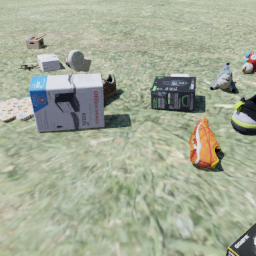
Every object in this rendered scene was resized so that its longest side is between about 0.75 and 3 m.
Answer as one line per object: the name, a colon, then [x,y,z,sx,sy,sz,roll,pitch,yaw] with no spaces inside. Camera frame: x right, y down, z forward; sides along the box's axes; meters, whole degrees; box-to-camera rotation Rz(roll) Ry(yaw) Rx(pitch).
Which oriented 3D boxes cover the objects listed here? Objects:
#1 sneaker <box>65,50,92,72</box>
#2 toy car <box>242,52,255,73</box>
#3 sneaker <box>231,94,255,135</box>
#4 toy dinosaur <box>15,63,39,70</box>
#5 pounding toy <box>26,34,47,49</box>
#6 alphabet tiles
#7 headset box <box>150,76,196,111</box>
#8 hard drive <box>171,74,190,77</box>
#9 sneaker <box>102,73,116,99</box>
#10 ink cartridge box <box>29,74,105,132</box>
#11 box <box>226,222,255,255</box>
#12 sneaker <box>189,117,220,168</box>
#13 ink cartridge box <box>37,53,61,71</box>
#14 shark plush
sneaker: [-2.142,-2.617,10.945,0.884,0.784,2.092,17,3,7]
toy car: [5.291,-2.735,12.169,0.907,0.802,0.836,-33,54,-25]
sneaker: [4.364,-0.605,8.219,2.889,1.196,1.036,-12,34,-19]
toy dinosaur: [-4.588,-2.770,12.636,1.102,0.262,0.486,-3,17,-3]
pounding toy: [-5.069,-4.861,15.623,0.919,0.653,0.846,4,33,6]
alphabet tiles: [-3.677,-0.632,9.302,1.556,0.114,1.522,22,37,32]
headset box: [1.527,-1.223,9.622,1.552,0.720,1.351,4,32,14]
hard drive: [2.209,-1.917,11.353,0.752,0.150,1.140,-2,31,-3]
sneaker: [-1.049,-1.317,9.785,0.715,0.767,2.031,12,33,19]
ink cartridge box: [-1.705,-0.737,8.165,1.984,1.440,0.831,-5,36,-8]
box: [2.408,2.096,4.738,1.174,0.290,0.938,-22,39,-31]
sneaker: [2.010,0.386,7.316,0.718,0.680,1.862,18,40,0]
ink cartridge box: [-3.628,-3.019,12.821,0.798,0.463,1.102,-14,34,-22]
shark plush: [3.936,-2.125,10.980,0.959,0.879,2.110,16,35,24]
